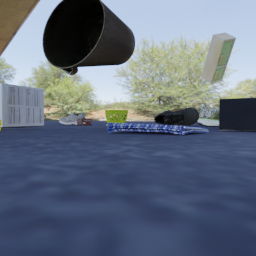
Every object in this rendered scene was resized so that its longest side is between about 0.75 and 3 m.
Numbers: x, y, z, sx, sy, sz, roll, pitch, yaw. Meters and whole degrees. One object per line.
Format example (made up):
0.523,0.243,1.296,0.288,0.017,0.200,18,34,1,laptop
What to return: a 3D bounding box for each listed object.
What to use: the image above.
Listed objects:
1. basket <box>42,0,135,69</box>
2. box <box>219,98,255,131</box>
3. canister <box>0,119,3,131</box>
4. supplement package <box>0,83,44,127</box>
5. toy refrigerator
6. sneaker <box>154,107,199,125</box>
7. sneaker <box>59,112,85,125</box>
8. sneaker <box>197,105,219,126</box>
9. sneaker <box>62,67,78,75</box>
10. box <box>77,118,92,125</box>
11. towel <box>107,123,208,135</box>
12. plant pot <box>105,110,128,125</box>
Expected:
-1.103,-3.149,9.925,2.637,1.989,2.925,-37,-10,25,basket
3.909,-0.403,8.659,1.769,0.988,2.507,-2,1,27,box
-4.595,-1.144,8.124,1.822,2.454,1.062,1,2,22,canister
-5.151,-0.933,12.253,1.767,1.754,2.328,1,2,25,supplement package
3.939,-3.009,12.218,0.770,2.029,0.710,-17,45,-27,toy refrigerator
2.473,-0.475,14.500,2.528,0.960,1.147,-8,5,45,sneaker
-3.254,-0.571,16.611,1.862,0.763,0.696,1,2,23,sneaker
4.504,-0.656,12.854,2.642,1.171,1.016,0,2,15,sneaker
-2.557,-2.588,10.631,1.514,0.533,0.572,37,22,-7,sneaker
-2.408,-0.339,15.438,0.534,0.400,1.066,-1,4,-29,box
0.710,0.044,6.926,2.116,0.252,1.532,3,1,34,towel
-0.456,-0.356,10.892,0.776,0.708,0.780,0,2,-16,plant pot
